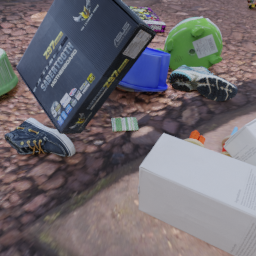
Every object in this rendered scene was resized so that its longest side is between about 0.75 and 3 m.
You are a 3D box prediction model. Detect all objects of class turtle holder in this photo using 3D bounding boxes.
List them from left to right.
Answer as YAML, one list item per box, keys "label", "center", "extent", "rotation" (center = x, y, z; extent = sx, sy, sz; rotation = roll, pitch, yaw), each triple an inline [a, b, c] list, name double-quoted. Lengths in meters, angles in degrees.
- label: "turtle holder"
  center: [2.289, -3.029, 10.729]
  extent: [2.001, 2.634, 1.870]
  rotation: [30, 42, -15]

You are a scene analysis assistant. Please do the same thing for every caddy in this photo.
- label: "caddy"
  center: [0.035, -2.062, 9.746]
  extent: [2.970, 1.559, 2.100]
  rotation: [21, 25, 20]

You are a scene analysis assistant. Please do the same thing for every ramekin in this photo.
- label: "ramekin"
  center: [-5.102, -1.898, 9.559]
  extent: [2.338, 1.142, 2.338]
  rotation: [-3, 34, 2]

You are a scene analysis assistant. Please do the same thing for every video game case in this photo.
- label: "video game case"
  center: [0.421, -5.562, 14.160]
  extent: [2.295, 0.453, 2.532]
  rotation: [-2, 40, -17]

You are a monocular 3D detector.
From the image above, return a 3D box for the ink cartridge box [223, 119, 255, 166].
- label: "ink cartridge box"
  center: [3.744, 0.784, 6.363]
  extent: [1.806, 1.051, 2.479]
  rotation: [-24, 65, -27]

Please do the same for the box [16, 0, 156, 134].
- label: "box"
  center: [-1.011, -1.512, 5.663]
  extent: [2.094, 2.656, 0.677]
  rotation: [52, 25, 23]

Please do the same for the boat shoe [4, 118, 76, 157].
- label: "boat shoe"
  center: [-2.402, 0.447, 7.581]
  extent: [2.077, 0.735, 0.943]
  rotation: [22, 46, 33]

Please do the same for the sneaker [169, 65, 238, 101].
- label: "sneaker"
  center: [2.681, -1.724, 9.733]
  extent: [2.341, 0.909, 1.011]
  rotation: [22, 52, 22]

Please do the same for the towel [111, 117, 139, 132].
- label: "towel"
  center: [-0.102, -0.111, 8.625]
  extent: [0.791, 0.093, 0.604]
  rotation: [-3, 42, -5]

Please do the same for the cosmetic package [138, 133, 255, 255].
- label: "cosmetic package"
  center: [1.748, 1.455, 5.777]
  extent: [2.931, 1.577, 1.243]
  rotation: [22, 47, 21]

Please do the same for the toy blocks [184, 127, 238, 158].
- label: "toy blocks"
  center: [2.262, 0.551, 7.406]
  extent: [1.672, 0.728, 2.006]
  rotation: [19, 45, 20]

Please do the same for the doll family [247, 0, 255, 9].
- label: "doll family"
  center: [7.276, -6.955, 15.964]
  extent: [0.701, 0.476, 1.213]
  rotation: [-29, 52, -35]
